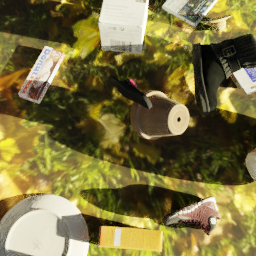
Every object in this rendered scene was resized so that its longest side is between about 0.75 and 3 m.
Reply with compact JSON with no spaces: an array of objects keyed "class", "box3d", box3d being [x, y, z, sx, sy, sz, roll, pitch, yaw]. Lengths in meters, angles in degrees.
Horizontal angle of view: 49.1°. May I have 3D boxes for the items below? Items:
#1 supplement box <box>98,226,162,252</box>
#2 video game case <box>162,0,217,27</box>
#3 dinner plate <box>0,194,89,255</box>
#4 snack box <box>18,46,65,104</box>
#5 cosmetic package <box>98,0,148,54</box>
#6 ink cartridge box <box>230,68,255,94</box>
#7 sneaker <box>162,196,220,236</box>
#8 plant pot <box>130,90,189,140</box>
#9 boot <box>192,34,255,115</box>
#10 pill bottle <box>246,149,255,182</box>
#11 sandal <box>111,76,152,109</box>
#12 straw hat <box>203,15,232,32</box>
[{"class":"supplement box","box3d":[0.077,3.304,8.371,1.848,0.615,0.636,2,69,1]},{"class":"video game case","box3d":[2.658,-5.337,11.976,1.688,0.217,1.857,35,72,13]},{"class":"dinner plate","box3d":[-2.682,3.481,8.468,2.951,0.358,2.951,0,70,1]},{"class":"snack box","box3d":[-3.255,-2.047,10.641,0.821,0.277,2.282,18,70,7]},{"class":"cosmetic package","box3d":[-0.123,-4.185,10.747,1.632,1.634,1.980,7,69,3]},{"class":"ink cartridge box","box3d":[4.357,-2.120,10.644,0.885,0.347,1.869,-21,68,-7]},{"class":"sneaker","box3d":[2.026,2.857,8.527,1.801,0.681,1.040,-20,73,-9]},{"class":"plant pot","box3d":[1.117,-0.357,8.820,1.415,1.623,1.623,12,61,52]},{"class":"boot","box3d":[3.507,-1.960,9.894,2.298,1.157,3.074,-3,68,12]},{"class":"pill bottle","box3d":[5.343,0.749,8.846,2.855,1.602,1.602,-31,72,-11]},{"class":"sandal","box3d":[0.153,-1.119,8.260,0.430,0.717,1.910,-44,46,-10]},{"class":"straw hat","box3d":[3.668,-4.188,11.341,1.186,1.186,0.502,-19,112,-7]}]
